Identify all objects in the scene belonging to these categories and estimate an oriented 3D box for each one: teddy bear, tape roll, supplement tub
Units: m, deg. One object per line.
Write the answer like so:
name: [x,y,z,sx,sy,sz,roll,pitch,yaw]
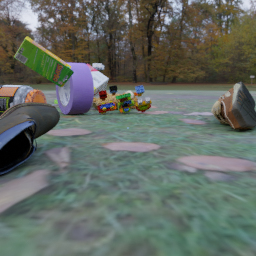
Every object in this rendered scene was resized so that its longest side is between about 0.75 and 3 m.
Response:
teddy bear: [-0.561,-1.306,13.226,2.560,0.855,1.856,-3,12,-19]
tape roll: [-2.131,-1.545,11.027,0.846,1.992,1.992,-6,11,-31]
supplement tub: [-3.526,-0.702,8.443,1.910,1.170,1.170,4,10,14]

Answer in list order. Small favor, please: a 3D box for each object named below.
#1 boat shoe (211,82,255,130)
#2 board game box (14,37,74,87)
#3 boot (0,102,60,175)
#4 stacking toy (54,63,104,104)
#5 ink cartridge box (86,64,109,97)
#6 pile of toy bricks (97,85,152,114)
boat shoe: [3.100,-0.516,8.270,1.078,1.104,2.919,-31,2,29]
board game box: [-1.942,-1.512,6.580,1.283,0.613,0.192,34,34,-22]
boot: [-1.695,0.165,4.572,1.113,0.858,2.297,15,25,28]
stacking toy: [-2.708,-2.402,15.476,2.945,2.221,0.692,3,0,11]
ink cartridge box: [-2.233,-2.187,14.315,1.488,0.855,2.050,38,50,10]
pile of toy bricks: [-0.201,-1.021,11.602,2.155,1.196,1.064,-12,-28,-7]
